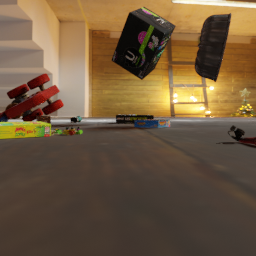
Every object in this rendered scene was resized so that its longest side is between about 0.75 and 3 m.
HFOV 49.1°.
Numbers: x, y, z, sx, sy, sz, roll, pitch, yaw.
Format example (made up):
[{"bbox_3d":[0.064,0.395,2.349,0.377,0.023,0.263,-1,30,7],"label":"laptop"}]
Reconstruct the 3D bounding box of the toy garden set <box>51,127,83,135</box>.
[{"bbox_3d":[-1.462,0.051,6.039,0.859,0.171,0.716,0,3,-1],"label":"toy garden set"}]

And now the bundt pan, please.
[{"bbox_3d":[2.904,-2.826,9.815,0.879,2.342,2.342,11,5,12],"label":"bundt pan"}]

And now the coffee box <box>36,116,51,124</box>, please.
[{"bbox_3d":[-3.598,-0.336,11.900,0.524,0.366,0.917,-1,3,-21],"label":"coffee box"}]

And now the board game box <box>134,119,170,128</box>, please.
[{"bbox_3d":[0.816,-0.152,9.326,0.898,0.251,0.879,2,4,33],"label":"board game box"}]

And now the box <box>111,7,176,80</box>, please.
[{"bbox_3d":[0.607,-3.431,11.373,1.630,2.195,1.364,33,42,8],"label":"box"}]

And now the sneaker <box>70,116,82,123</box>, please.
[{"bbox_3d":[-2.645,-0.450,14.716,0.514,0.356,0.851,-13,8,-32],"label":"sneaker"}]

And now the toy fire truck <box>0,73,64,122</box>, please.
[{"bbox_3d":[-4.277,-0.978,11.657,2.878,1.614,2.417,-20,15,21],"label":"toy fire truck"}]

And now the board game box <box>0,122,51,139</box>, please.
[{"bbox_3d":[-2.058,0.029,5.289,1.041,0.248,0.529,-3,8,-40],"label":"board game box"}]

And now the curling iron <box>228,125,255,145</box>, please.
[{"bbox_3d":[1.738,0.152,3.828,0.298,0.154,1.204,37,-1,-11],"label":"curling iron"}]

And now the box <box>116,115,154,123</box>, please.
[{"bbox_3d":[0.310,-0.453,13.676,1.764,0.434,1.826,3,3,1],"label":"box"}]
